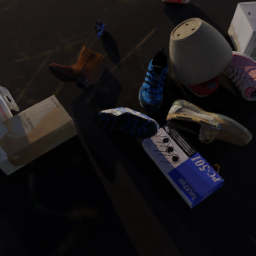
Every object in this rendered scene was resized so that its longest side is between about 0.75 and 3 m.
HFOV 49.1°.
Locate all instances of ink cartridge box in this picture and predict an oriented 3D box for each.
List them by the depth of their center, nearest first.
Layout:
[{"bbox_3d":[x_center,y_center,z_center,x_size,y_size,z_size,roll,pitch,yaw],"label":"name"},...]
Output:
[{"bbox_3d":[1.686,1.123,9.065,1.236,0.581,2.629,-33,59,-9],"label":"ink cartridge box"},{"bbox_3d":[-5.197,-0.697,9.871,2.258,1.451,1.414,-27,62,-17],"label":"ink cartridge box"}]

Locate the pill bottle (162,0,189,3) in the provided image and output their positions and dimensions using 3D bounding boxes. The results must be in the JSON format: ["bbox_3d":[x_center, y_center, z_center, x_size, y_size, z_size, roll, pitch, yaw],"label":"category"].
[{"bbox_3d":[2.196,-6.705,13.824,1.683,0.944,0.944,3,59,2],"label":"pill bottle"}]

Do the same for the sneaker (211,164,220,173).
[{"bbox_3d":[2.624,1.504,9.145,0.961,0.395,0.374,-40,66,-21],"label":"sneaker"}]

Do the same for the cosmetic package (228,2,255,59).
[{"bbox_3d":[5.454,-4.140,11.896,1.551,1.553,1.882,-6,59,-4],"label":"cosmetic package"}]

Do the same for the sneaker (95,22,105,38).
[{"bbox_3d":[-1.357,-4.486,12.778,0.392,0.353,1.005,19,50,-11],"label":"sneaker"}]

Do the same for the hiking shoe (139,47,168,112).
[{"bbox_3d":[0.976,-1.848,10.754,0.964,1.124,2.592,9,59,5],"label":"hiking shoe"}]

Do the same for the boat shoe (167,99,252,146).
[{"bbox_3d":[2.717,0.022,9.742,2.926,1.083,0.971,25,67,23],"label":"boat shoe"}]

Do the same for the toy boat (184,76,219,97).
[{"bbox_3d":[2.743,-2.163,10.919,1.169,1.171,1.792,-33,64,-18],"label":"toy boat"}]

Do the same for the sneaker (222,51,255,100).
[{"bbox_3d":[4.498,-1.987,10.901,2.663,1.002,1.392,29,58,12],"label":"sneaker"}]

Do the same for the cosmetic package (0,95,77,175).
[{"bbox_3d":[-3.310,0.202,9.596,2.744,0.975,1.443,-34,64,-19],"label":"cosmetic package"}]

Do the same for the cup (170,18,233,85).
[{"bbox_3d":[2.521,-3.076,10.593,2.361,1.689,2.361,-23,40,21],"label":"cup"}]

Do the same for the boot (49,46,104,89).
[{"bbox_3d":[-2.076,-2.683,11.372,1.743,0.634,1.851,21,63,-1],"label":"boot"}]

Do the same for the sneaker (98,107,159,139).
[{"bbox_3d":[0.089,-0.309,9.567,2.439,0.923,0.940,17,34,38],"label":"sneaker"}]
